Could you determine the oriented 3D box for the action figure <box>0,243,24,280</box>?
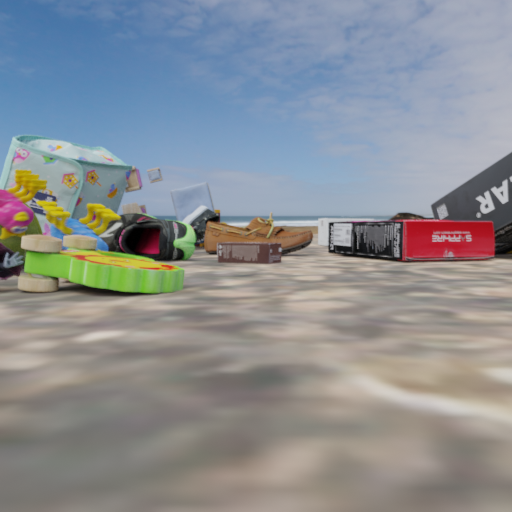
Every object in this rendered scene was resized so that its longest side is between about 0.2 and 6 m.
[{"bbox_3d":[-2.442,0.160,4.712,0.923,0.619,0.688,-12,42,23],"label":"action figure"}]

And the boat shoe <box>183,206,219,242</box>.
[{"bbox_3d":[-1.496,-0.698,14.141,0.563,0.683,1.990,23,34,7],"label":"boat shoe"}]

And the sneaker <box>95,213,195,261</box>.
[{"bbox_3d":[-2.027,-0.339,9.377,2.199,0.844,0.921,0,-1,36],"label":"sneaker"}]

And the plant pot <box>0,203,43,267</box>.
[{"bbox_3d":[-3.344,-0.177,7.104,0.933,0.933,0.886,2,16,37],"label":"plant pot"}]

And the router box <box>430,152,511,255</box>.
[{"bbox_3d":[5.775,-1.284,9.460,3.429,1.139,4.361,-1,-21,-27],"label":"router box"}]

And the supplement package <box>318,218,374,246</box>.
[{"bbox_3d":[2.708,-0.713,16.918,1.502,0.823,0.854,0,3,-11],"label":"supplement package"}]

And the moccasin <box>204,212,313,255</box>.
[{"bbox_3d":[0.031,-0.432,10.938,2.203,0.851,0.806,1,3,28],"label":"moccasin"}]

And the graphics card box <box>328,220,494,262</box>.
[{"bbox_3d":[2.614,-0.299,9.990,1.710,0.693,2.725,-1,2,-18],"label":"graphics card box"}]

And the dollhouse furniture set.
[{"bbox_3d":[-2.115,-1.378,14.634,2.524,2.383,1.647,-12,4,-4],"label":"dollhouse furniture set"}]

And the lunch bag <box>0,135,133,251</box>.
[{"bbox_3d":[-4.088,-1.229,11.492,1.567,2.189,2.570,32,18,26],"label":"lunch bag"}]

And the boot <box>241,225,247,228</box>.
[{"bbox_3d":[-0.457,-0.479,15.071,1.508,0.544,1.166,-16,-4,-9],"label":"boot"}]

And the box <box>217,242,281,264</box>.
[{"bbox_3d":[-0.104,-0.048,8.612,0.902,0.338,0.452,0,2,27],"label":"box"}]

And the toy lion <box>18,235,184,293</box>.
[{"bbox_3d":[-1.276,0.114,4.958,1.327,0.475,1.384,7,3,2],"label":"toy lion"}]

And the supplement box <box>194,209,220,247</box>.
[{"bbox_3d":[-1.696,-0.822,16.507,1.105,1.090,0.734,2,4,41],"label":"supplement box"}]

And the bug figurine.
[{"bbox_3d":[-2.998,-0.386,5.966,2.169,0.720,2.797,33,22,37],"label":"bug figurine"}]
